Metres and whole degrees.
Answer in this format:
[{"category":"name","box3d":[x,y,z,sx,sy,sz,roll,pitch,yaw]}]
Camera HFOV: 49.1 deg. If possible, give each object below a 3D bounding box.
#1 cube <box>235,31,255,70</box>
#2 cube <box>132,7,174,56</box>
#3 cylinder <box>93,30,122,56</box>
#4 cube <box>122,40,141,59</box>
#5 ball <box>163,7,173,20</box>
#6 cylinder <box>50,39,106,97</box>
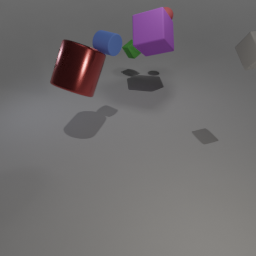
[{"category":"cube","box3d":[3.248,-1.947,6.944,0.700,0.700,0.700,-14,77,-16]},{"category":"cube","box3d":[1.111,-4.099,12.136,1.400,1.400,1.400,-4,-8,26]},{"category":"cylinder","box3d":[-0.663,-2.745,9.057,0.700,0.700,0.700,24,40,31]},{"category":"cube","box3d":[0.259,-4.124,14.631,0.700,0.700,0.700,-42,30,-10]},{"category":"ball","box3d":[1.720,-5.141,12.781,0.700,0.700,0.700,0,33,0]},{"category":"cylinder","box3d":[-1.548,-1.831,8.712,1.400,1.400,1.400,19,8,-3]}]
